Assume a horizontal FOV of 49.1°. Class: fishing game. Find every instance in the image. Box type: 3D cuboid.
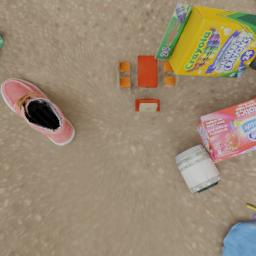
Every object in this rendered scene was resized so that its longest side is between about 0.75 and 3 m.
[{"bbox_3d":[3.421,3.504,7.578,1.883,0.409,2.629,19,66,6],"label":"fishing game"}]

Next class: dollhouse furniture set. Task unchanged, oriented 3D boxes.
[{"bbox_3d":[0.616,-1.416,8.771,1.962,1.011,1.941,0,73,0],"label":"dollhouse furniture set"}]

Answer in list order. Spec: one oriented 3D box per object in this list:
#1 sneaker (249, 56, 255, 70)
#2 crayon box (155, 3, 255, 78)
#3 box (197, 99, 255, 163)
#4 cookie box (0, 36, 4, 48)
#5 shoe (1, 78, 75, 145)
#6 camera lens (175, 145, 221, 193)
[{"bbox_3d":[5.485,-2.231,9.024,2.882,1.081,1.665,-29,77,-10],"label":"sneaker"},{"bbox_3d":[2.473,-2.422,8.170,2.920,1.836,0.753,-1,52,-20],"label":"crayon box"},{"bbox_3d":[3.439,-0.007,7.997,2.601,1.297,1.242,-18,72,4],"label":"box"},{"bbox_3d":[-5.298,-2.534,9.289,1.565,0.688,1.830,16,73,5],"label":"cookie box"},{"bbox_3d":[-2.841,-0.704,8.368,2.969,1.350,1.061,40,77,12],"label":"shoe"},{"bbox_3d":[1.998,1.190,7.990,0.944,0.944,1.181,-24,73,-7],"label":"camera lens"}]
